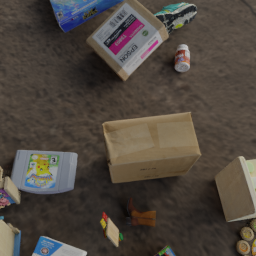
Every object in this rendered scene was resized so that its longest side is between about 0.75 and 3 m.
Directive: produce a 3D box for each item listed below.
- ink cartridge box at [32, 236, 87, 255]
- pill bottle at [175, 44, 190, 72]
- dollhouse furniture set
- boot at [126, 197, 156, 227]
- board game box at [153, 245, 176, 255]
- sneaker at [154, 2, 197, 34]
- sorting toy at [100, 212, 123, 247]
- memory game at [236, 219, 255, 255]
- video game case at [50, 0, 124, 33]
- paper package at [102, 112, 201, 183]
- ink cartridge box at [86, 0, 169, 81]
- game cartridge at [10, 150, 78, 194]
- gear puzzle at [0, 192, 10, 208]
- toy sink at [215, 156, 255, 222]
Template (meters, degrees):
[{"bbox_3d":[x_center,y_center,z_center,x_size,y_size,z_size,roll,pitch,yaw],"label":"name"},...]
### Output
[{"bbox_3d":[-2.229,4.434,7.788,1.370,0.793,2.358,17,67,8],"label":"ink cartridge box"},{"bbox_3d":[2.162,-2.793,11.146,0.570,0.570,1.016,5,65,2],"label":"pill bottle"},{"bbox_3d":[-4.160,2.682,7.612,1.714,2.480,2.626,-9,54,-6],"label":"dollhouse furniture set"},{"bbox_3d":[0.421,2.647,8.856,0.938,0.321,0.883,1,66,0],"label":"boot"},{"bbox_3d":[1.012,4.825,7.699,1.928,0.661,2.333,-31,69,-11],"label":"board game box"},{"bbox_3d":[1.650,-4.649,11.926,2.622,1.016,1.044,-24,48,-15],"label":"sneaker"},{"bbox_3d":[-0.372,2.117,5.686,0.148,0.875,0.422,-25,26,13],"label":"sorting toy"},{"bbox_3d":[4.299,3.768,8.455,2.045,0.130,2.045,0,66,0],"label":"memory game"},{"bbox_3d":[-1.976,-5.897,12.075,2.908,0.661,2.635,-26,66,6],"label":"video game case"},{"bbox_3d":[0.616,0.696,8.544,2.572,2.452,1.331,-7,67,-4],"label":"paper package"},{"bbox_3d":[-0.040,-3.452,10.814,2.484,0.933,2.047,-45,71,5],"label":"ink cartridge box"},{"bbox_3d":[-2.817,1.472,9.354,2.111,0.427,1.407,2,70,1],"label":"game cartridge"},{"bbox_3d":[-3.777,1.982,7.312,0.647,1.249,0.164,30,112,26],"label":"gear puzzle"},{"bbox_3d":[3.635,1.771,8.153,1.293,2.309,1.505,-8,65,-3],"label":"toy sink"}]
